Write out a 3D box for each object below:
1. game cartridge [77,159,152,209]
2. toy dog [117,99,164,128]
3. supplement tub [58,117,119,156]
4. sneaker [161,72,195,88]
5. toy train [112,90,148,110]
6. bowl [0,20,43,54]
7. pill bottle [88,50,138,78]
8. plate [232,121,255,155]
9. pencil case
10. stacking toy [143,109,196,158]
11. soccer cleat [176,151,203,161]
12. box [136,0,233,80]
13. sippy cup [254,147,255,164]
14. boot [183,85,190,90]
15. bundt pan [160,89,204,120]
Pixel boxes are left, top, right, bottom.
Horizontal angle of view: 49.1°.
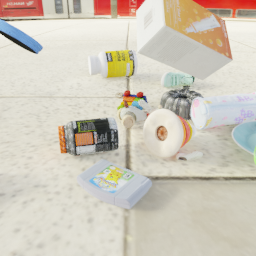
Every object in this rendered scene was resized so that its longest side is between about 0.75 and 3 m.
[{"bbox_3d":[-0.405,1.378,7.066,1.711,0.346,1.141,18,35,31],"label":"game cartridge"},{"bbox_3d":[0.457,-0.691,10.461,1.925,0.927,1.270,-22,34,-36],"label":"toy dog"},{"bbox_3d":[-1.187,0.261,8.425,1.727,1.058,1.058,-6,27,-12],"label":"supplement tub"},{"bbox_3d":[2.586,-2.455,14.113,1.180,0.736,2.001,15,28,39],"label":"sneaker"},{"bbox_3d":[-0.153,-1.006,11.516,1.717,0.727,0.994,10,45,28],"label":"toy train"},{"bbox_3d":[-3.545,-2.912,9.081,1.576,0.309,1.576,29,-2,1],"label":"bowl"},{"bbox_3d":[-0.861,-3.566,15.620,2.588,1.440,1.440,-8,28,-12],"label":"pill bottle"},{"bbox_3d":[4.697,0.512,8.724,2.822,0.361,2.822,-1,27,0],"label":"plate"},{"bbox_3d":[3.714,-0.651,10.066,2.839,1.180,1.288,-7,3,-11],"label":"pencil case"},{"bbox_3d":[1.577,0.141,8.810,1.975,1.443,1.443,-2,21,-45],"label":"stacking toy"},{"bbox_3d":[1.802,0.848,8.187,0.779,0.270,0.302,-4,31,7],"label":"soccer cleat"},{"bbox_3d":[1.515,-2.510,7.611,2.375,1.158,1.477,14,61,-30],"label":"box"},{"bbox_3d":[4.223,0.722,6.900,1.802,1.415,1.321,37,51,11],"label":"sippy cup"},{"bbox_3d":[2.477,-1.621,12.690,0.304,0.586,0.897,23,35,38],"label":"boot"},{"bbox_3d":[2.232,-1.060,11.417,1.990,0.747,1.990,0,26,0],"label":"bundt pan"}]
